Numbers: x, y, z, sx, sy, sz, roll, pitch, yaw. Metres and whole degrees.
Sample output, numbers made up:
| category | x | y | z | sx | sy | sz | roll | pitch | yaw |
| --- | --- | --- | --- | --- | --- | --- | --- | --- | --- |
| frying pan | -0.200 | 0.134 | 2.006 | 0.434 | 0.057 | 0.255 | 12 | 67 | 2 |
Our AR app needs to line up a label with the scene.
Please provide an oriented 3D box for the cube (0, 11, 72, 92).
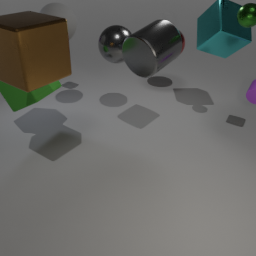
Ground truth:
| category | x | y | z | sx | sy | sz | roll | pitch | yaw |
| --- | --- | --- | --- | --- | --- | --- | --- | --- | --- |
| cube | -2.371 | -1.878 | 6.682 | 1.400 | 1.400 | 1.400 | 23 | 38 | 29 |

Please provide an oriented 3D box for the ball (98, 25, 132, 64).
| category | x | y | z | sx | sy | sz | roll | pitch | yaw |
| --- | --- | --- | --- | --- | --- | --- | --- | --- | --- |
| ball | -0.429 | -3.157 | 10.606 | 1.400 | 1.400 | 1.400 | 0 | 32 | 0 |

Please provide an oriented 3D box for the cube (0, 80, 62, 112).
| category | x | y | z | sx | sy | sz | roll | pitch | yaw |
| --- | --- | --- | --- | --- | --- | --- | --- | --- | --- |
| cube | -3.506 | -1.610 | 9.764 | 1.400 | 1.400 | 1.400 | -15 | 22 | 35 |

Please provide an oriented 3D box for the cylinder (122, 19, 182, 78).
| category | x | y | z | sx | sy | sz | roll | pitch | yaw |
| --- | --- | --- | --- | --- | --- | --- | --- | --- | --- |
| cylinder | 0.766 | -2.518 | 8.897 | 1.400 | 1.400 | 1.400 | 26 | 52 | 35 |

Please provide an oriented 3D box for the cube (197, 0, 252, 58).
| category | x | y | z | sx | sy | sz | roll | pitch | yaw |
| --- | --- | --- | --- | --- | --- | --- | --- | --- | --- |
| cube | 3.539 | -3.661 | 10.421 | 1.400 | 1.400 | 1.400 | 11 | -16 | -20 |

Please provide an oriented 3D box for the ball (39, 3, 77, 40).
| category | x | y | z | sx | sy | sz | roll | pitch | yaw |
| --- | --- | --- | --- | --- | --- | --- | --- | --- | --- |
| ball | -2.576 | -3.803 | 10.199 | 1.400 | 1.400 | 1.400 | 0 | 32 | 0 |

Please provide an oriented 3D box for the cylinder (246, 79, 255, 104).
| category | x | y | z | sx | sy | sz | roll | pitch | yaw |
| --- | --- | --- | --- | --- | --- | --- | --- | --- | --- |
| cylinder | 4.735 | -1.330 | 10.148 | 0.700 | 0.700 | 0.700 | 20 | 53 | 29 |

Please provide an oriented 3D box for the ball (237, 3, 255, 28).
| category | x | y | z | sx | sy | sz | roll | pitch | yaw |
| --- | --- | --- | --- | --- | --- | --- | --- | --- | --- |
| ball | 3.675 | -3.413 | 8.496 | 0.700 | 0.700 | 0.700 | 0 | 32 | 0 |

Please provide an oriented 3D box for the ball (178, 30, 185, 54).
| category | x | y | z | sx | sy | sz | roll | pitch | yaw |
| --- | --- | --- | --- | --- | --- | --- | --- | --- | --- |
| ball | 1.981 | -3.979 | 13.168 | 1.400 | 1.400 | 1.400 | 0 | 32 | 0 |
